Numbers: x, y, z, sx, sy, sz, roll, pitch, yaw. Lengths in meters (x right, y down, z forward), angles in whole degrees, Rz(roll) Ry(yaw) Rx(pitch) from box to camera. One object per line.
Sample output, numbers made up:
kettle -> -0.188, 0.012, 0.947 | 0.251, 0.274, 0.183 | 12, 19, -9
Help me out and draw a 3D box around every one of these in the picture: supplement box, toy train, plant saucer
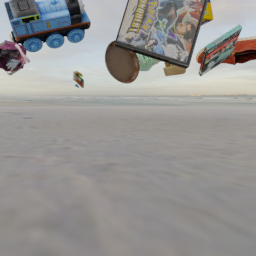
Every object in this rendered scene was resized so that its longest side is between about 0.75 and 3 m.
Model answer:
supplement box -> 1.336, -3.587, 8.209 | 2.101, 1.150, 1.143 | -10, 1, -36
toy train -> -2.459, -3.348, 8.824 | 2.636, 1.143, 1.506 | -17, -25, -14
plant saucer -> -0.266, -2.551, 10.963 | 1.733, 1.733, 0.299 | -5, -5, -40

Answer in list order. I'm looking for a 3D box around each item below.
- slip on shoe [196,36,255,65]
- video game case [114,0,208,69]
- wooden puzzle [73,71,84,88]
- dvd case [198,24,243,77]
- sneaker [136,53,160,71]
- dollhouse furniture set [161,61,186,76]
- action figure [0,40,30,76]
slip on shoe -> 3.649, -2.634, 9.996 | 2.477, 0.758, 0.918 | -3, -28, 26
video game case -> 0.767, -2.418, 6.084 | 1.674, 1.852, 0.236 | 17, -4, -3
wooden puzzle -> -2.245, -2.226, 12.817 | 0.126, 1.078, 0.727 | -26, -35, 24
dvd case -> 2.820, -2.350, 8.732 | 1.233, 0.186, 1.689 | -33, -19, -2
sneaker -> 0.489, -2.981, 11.872 | 1.437, 0.897, 2.437 | -9, -11, -17
dollhouse furniture set -> 2.064, -3.540, 10.769 | 1.533, 2.308, 2.023 | -3, 48, 24
action figure -> -3.341, -2.234, 8.145 | 1.221, 1.099, 1.640 | -25, 21, 14
